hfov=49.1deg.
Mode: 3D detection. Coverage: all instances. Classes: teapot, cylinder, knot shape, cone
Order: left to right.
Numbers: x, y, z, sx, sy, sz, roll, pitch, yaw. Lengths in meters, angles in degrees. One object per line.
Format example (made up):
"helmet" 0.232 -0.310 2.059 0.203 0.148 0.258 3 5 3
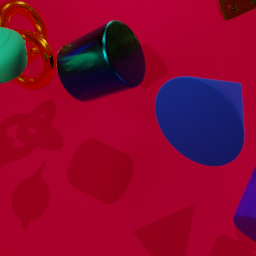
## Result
"teapot" -2.153 -1.201 4.769 1.001 0.788 1.610 -2 51 14
"knot shape" -2.416 -1.705 6.337 1.963 0.907 1.837 -45 94 -13
"cylinder" -0.511 -1.256 5.490 1.269 1.269 1.269 -12 61 35
"cone" 1.460 -0.410 4.458 1.469 1.469 1.475 43 55 16
"cylinder" 2.545 1.311 4.699 1.166 1.166 1.166 30 65 12

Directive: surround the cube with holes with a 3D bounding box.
"cube with holes" 2.500 -3.264 6.102 1.258 1.258 1.258 -19 21 21
